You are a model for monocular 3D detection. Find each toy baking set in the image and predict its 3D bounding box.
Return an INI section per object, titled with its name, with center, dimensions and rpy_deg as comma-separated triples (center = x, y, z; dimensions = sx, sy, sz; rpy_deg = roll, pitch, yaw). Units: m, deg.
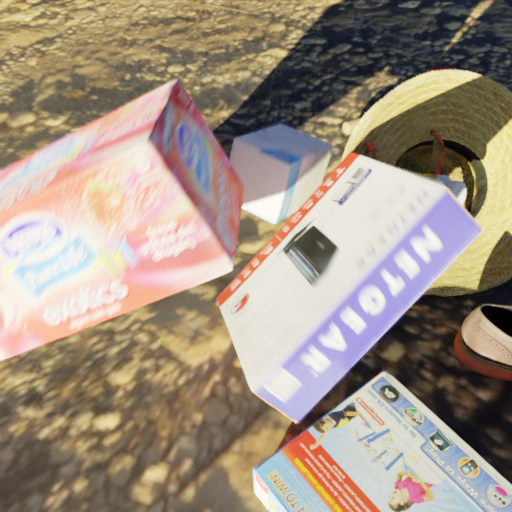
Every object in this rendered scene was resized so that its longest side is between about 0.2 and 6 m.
[toy baking set]
center = 3.378, -2.098, 10.239
dimensions = 3.505, 0.408, 2.690
rpy_deg = -24, 53, -22

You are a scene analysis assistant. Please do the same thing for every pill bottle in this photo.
[pill bottle]
center = 2.256, -0.828, 7.221
dimensions = 0.449, 0.449, 0.797
rpy_deg = -34, 30, -29

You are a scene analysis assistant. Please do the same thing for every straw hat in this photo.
[straw hat]
center = 2.502, -0.974, 8.241
dimensions = 3.298, 1.396, 3.298
rpy_deg = 0, 89, -12

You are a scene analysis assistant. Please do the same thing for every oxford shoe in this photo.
[oxford shoe]
center = 3.735, 1.115, 6.663
dimensions = 2.491, 0.904, 0.887
rpy_deg = 7, 46, 7

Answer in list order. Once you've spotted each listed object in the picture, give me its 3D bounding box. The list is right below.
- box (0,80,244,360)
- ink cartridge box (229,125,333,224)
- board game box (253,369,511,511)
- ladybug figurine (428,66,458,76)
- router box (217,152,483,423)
[box]
center = -1.882, -0.322, 6.026
dimensions = 3.199, 1.514, 1.641
rpy_deg = -21, 32, 19
[ink cartridge box]
center = 0.350, -1.169, 7.636
dimensions = 0.896, 0.873, 1.394
rpy_deg = 28, 33, 22
[board game box]
center = 1.308, 2.429, 5.625
dimensions = 1.926, 0.550, 1.967
rpy_deg = -29, 52, -25
[ladybug figurine]
center = 4.045, -3.879, 12.008
dimensions = 0.781, 0.281, 0.530
rpy_deg = 7, 46, 7
[router box]
center = 0.775, 0.140, 6.054
dimensions = 2.525, 0.617, 2.267
rpy_deg = -48, 21, 5
